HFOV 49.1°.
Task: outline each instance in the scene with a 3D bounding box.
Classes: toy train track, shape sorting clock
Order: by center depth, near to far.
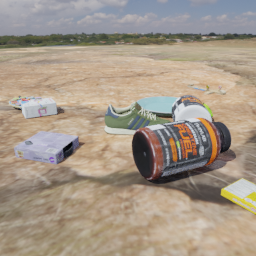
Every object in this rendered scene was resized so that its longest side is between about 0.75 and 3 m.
[{"bbox_3d":[-5.138,-1.364,14.604,2.013,0.395,2.013,1,23,0],"label":"shape sorting clock"},{"bbox_3d":[4.943,-2.580,17.735,1.572,0.446,2.740,-16,26,-36],"label":"toy train track"}]

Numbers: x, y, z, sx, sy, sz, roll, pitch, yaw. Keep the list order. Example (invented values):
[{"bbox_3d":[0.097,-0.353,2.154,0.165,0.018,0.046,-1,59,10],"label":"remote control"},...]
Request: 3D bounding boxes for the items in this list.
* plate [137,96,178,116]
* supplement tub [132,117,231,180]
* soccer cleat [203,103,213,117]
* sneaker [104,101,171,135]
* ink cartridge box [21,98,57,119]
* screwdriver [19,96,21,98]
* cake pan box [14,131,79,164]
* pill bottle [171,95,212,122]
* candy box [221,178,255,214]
[{"bbox_3d":[1.825,-1.052,13.887,2.898,0.370,2.898,1,22,0],"label":"plate"},{"bbox_3d":[1.606,0.493,8.129,2.776,1.484,1.484,-11,24,-23],"label":"supplement tub"},{"bbox_3d":[3.463,-0.730,12.810,0.650,0.780,1.926,-39,-2,11],"label":"soccer cleat"},{"bbox_3d":[0.426,-0.421,11.033,2.761,1.240,0.926,0,21,0],"label":"sneaker"},{"bbox_3d":[-4.207,-0.963,13.293,1.468,0.621,1.061,-10,23,-26],"label":"ink cartridge box"},{"bbox_3d":[-5.892,-1.565,15.546,0.174,0.167,1.198,-8,27,-28],"label":"screwdriver"},{"bbox_3d":[-2.679,0.619,9.508,1.654,0.433,1.523,6,24,16],"label":"cake pan box"},{"bbox_3d":[2.419,-0.549,11.105,1.345,1.345,2.531,2,18,4],"label":"pill bottle"},{"bbox_3d":[3.254,1.800,6.698,0.922,0.238,1.803,-12,24,-34],"label":"candy box"}]
